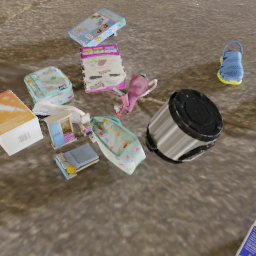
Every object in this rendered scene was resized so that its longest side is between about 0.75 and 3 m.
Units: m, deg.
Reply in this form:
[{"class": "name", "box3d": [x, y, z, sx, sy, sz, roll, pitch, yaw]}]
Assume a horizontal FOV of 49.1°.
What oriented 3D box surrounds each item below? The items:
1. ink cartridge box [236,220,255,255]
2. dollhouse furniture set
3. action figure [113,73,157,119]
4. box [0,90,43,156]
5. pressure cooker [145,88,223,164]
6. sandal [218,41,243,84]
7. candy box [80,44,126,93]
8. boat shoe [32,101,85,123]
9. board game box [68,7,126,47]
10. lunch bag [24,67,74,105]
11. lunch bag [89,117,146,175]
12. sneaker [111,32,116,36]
[{"class": "ink cartridge box", "box3d": [3.166, 3.105, 6.735, 0.924, 0.362, 1.950, 30, 54, 28]}, {"class": "dollhouse furniture set", "box3d": [-1.546, 0.398, 8.900, 1.741, 1.204, 1.844, -25, 49, -23]}, {"class": "action figure", "box3d": [0.109, -0.835, 8.056, 1.053, 0.947, 1.414, 22, 76, 13]}, {"class": "box", "box3d": [-4.100, -0.240, 9.703, 1.283, 1.005, 2.062, -32, 53, -29]}, {"class": "pressure cooker", "box3d": [1.433, 0.053, 7.676, 1.647, 1.872, 1.672, 27, 48, -11]}, {"class": "sandal", "box3d": [4.589, -2.923, 12.408, 1.043, 1.142, 2.624, 8, 46, 5]}, {"class": "candy box", "box3d": [-1.158, -2.695, 12.392, 1.756, 0.786, 2.575, -7, 45, -7]}, {"class": "boat shoe", "box3d": [-2.543, -0.427, 10.145, 2.134, 0.768, 0.731, 15, 61, 11]}, {"class": "board game box", "box3d": [-1.670, -5.339, 14.907, 2.513, 0.460, 1.901, -39, 55, -14]}, {"class": "lunch bag", "box3d": [-3.224, -1.641, 11.329, 1.591, 0.765, 1.984, -25, 49, -24]}, {"class": "lunch bag", "box3d": [-0.397, 0.442, 8.626, 1.675, 1.427, 1.022, 36, 74, 32]}, {"class": "sneaker", "box3d": [-1.168, -5.234, 15.313, 0.652, 0.432, 1.145, -31, 51, -21]}]
